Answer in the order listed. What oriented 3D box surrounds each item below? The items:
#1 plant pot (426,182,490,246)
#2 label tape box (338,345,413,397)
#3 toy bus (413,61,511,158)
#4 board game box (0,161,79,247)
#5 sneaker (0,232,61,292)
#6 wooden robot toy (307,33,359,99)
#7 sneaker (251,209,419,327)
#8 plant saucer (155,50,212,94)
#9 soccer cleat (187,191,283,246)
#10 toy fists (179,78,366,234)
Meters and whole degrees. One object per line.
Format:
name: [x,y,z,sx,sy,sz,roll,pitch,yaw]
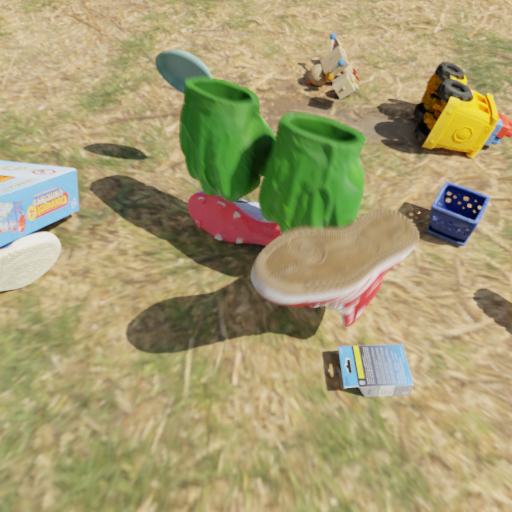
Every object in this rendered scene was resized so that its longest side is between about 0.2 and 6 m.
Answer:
plant pot: [3.566,-0.703,10.016,0.840,0.756,0.841,25,52,21]
label tape box: [1.702,1.664,8.129,0.971,0.321,0.696,-3,46,0]
toy bus: [4.489,-3.053,11.938,1.899,1.342,1.978,16,45,-3]
board game box: [-4.944,-0.922,9.252,2.799,0.799,2.859,8,22,14]
sneaker: [-4.695,0.035,9.145,2.665,1.023,1.483,-33,62,-21]
wooden robot toy: [1.792,-4.323,13.517,1.083,1.051,2.387,-27,43,24]
sneaker: [0.884,0.371,7.403,2.826,1.589,1.007,-17,58,-39]
plant saucer: [-1.202,-3.191,9.724,1.131,1.131,0.203,20,72,17]
soccer cleat: [0.000,-0.644,10.033,2.507,0.836,0.958,16,29,16]
toy fists: [0.154,-1.445,8.458,3.292,1.678,1.132,28,36,24]
